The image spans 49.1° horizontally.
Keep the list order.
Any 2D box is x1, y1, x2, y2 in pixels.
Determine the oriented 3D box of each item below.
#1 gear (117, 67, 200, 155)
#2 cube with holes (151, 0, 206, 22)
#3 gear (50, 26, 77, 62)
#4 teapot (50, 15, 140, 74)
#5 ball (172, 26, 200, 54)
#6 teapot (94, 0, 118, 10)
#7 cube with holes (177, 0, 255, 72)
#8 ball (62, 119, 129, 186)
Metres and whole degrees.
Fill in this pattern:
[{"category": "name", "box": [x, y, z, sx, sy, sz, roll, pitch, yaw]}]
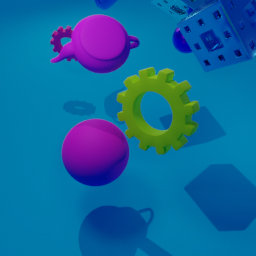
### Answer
[{"category": "gear", "box": [0.496, -0.292, 5.035, 1.533, 1.533, 0.283, 28, 33, 24]}, {"category": "cube with holes", "box": [1.653, -3.816, 7.687, 1.271, 1.271, 1.271, 25, 5, -21]}, {"category": "gear", "box": [-1.877, -2.657, 8.908, 1.139, 1.139, 0.211, 6, 47, 6]}, {"category": "teapot", "box": [-0.590, -1.515, 5.340, 1.776, 0.869, 1.104, -14, 84, -16]}, {"category": "ball", "box": [1.722, -2.611, 8.146, 0.863, 0.863, 0.863, 0, 46, 0]}, {"category": "teapot", "box": [-0.676, -4.244, 8.559, 0.905, 1.149, 1.848, -19, 5, 2]}, {"category": "cube with holes", "box": [2.121, -2.167, 5.911, 1.263, 1.263, 1.263, -43, 18, -21]}, {"category": "ball", "box": [-0.663, 0.504, 5.799, 1.384, 1.384, 1.384, 0, 46, 0]}]
